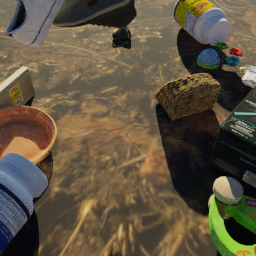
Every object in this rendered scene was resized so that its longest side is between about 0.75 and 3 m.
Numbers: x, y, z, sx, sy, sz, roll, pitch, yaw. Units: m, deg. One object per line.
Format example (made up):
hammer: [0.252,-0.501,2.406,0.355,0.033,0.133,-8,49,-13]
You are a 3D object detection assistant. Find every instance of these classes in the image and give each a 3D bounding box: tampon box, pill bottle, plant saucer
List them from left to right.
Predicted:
pill bottle: [-2.906,1.783,5.728,1.472,1.472,2.544,19,47,18]
plant saucer: [-3.153,0.306,7.848,2.292,0.429,2.292,3,48,-3]
pill bottle: [3.243,-4.744,12.300,1.528,1.528,2.798,-15,47,-14]
tampon box: [3.481,0.227,7.360,1.641,1.382,2.190,31,53,28]

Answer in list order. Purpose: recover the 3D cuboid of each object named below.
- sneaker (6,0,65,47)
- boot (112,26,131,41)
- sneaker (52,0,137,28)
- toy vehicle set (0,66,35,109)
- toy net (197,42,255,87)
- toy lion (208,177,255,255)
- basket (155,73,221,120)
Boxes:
sneaker: [-2.365,-3.529,7.462,1.050,2.876,1.018,42,24,31]
boot: [-0.446,-4.458,12.818,0.831,0.465,1.201,-18,46,-11]
sneaker: [-0.971,-3.331,8.392,2.554,1.357,0.955,-12,77,9]
toy vehicle set: [-3.639,-1.074,8.924,0.225,1.054,1.696,15,46,15]
toy net: [4.072,-2.299,10.573,1.550,0.571,2.955,-24,51,-26]
toy lion: [2.925,2.322,5.475,2.601,0.893,2.493,9,41,10]
basket: [1.871,-1.249,8.977,1.721,1.229,1.282,-15,48,-16]
